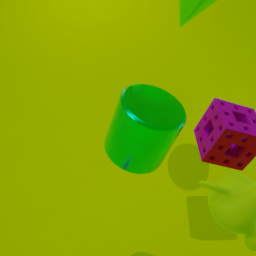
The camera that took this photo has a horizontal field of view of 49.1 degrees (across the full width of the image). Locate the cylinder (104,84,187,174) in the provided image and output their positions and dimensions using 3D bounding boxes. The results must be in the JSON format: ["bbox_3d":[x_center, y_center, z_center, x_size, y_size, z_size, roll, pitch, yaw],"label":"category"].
[{"bbox_3d":[0.223,0.016,4.098,0.962,0.962,0.962,13,42,-12],"label":"cylinder"}]

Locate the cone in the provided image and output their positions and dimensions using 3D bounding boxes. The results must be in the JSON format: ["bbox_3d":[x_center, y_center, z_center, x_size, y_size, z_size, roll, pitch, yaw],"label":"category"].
[{"bbox_3d":[1.297,-2.539,5.493,1.287,1.292,1.287,11,49,-13],"label":"cone"}]

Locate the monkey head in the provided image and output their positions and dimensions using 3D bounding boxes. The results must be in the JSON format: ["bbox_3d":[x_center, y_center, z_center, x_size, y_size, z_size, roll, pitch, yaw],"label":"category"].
[{"bbox_3d":[1.947,1.280,4.656,0.956,1.142,1.587,-42,101,-24],"label":"monkey head"}]

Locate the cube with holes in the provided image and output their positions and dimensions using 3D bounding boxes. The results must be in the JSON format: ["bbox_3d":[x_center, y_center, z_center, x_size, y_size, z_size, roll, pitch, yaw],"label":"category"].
[{"bbox_3d":[2.077,0.135,5.784,0.953,0.953,0.953,14,40,-12],"label":"cube with holes"}]
